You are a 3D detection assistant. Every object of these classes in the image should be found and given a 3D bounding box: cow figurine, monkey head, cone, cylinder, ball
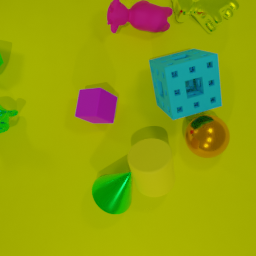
[{"bbox_3d":[0.292,-3.205,8.082,1.725,1.698,0.947,23,124,23],"label":"cow figurine"},{"bbox_3d":[-3.645,-0.391,7.600,1.472,1.059,0.887,9,49,-40],"label":"monkey head"},{"bbox_3d":[-0.177,1.431,7.201,1.177,1.181,1.177,18,45,-19],"label":"cone"},{"bbox_3d":[0.634,1.031,7.269,1.115,1.115,1.115,-8,45,8],"label":"cylinder"},{"bbox_3d":[2.314,-3.774,8.633,1.729,0.949,1.702,-40,85,-11],"label":"cow figurine"},{"bbox_3d":[2.165,0.227,7.685,1.197,1.197,1.197,0,79,0],"label":"ball"}]

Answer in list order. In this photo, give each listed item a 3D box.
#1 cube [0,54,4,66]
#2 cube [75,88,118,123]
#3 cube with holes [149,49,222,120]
[{"bbox_3d":[-4.168,-2.019,7.994,0.736,0.736,0.736,14,51,9],"label":"cube"},{"bbox_3d":[-0.884,-0.605,7.878,0.798,0.798,0.798,1,77,35],"label":"cube"},{"bbox_3d":[1.515,-1.234,7.565,1.369,1.369,1.369,-16,113,-6],"label":"cube with holes"}]
